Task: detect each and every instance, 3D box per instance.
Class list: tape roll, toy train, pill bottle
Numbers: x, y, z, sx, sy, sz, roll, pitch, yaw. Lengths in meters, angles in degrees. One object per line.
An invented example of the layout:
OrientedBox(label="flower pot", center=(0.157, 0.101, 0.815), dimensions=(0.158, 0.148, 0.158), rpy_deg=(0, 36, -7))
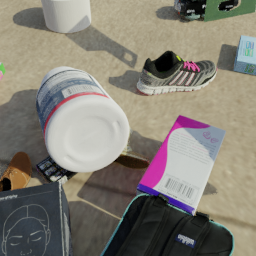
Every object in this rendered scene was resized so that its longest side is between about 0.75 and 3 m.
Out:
OrientedBox(label="tape roll", center=(-2.395, -4.724, 10.926), dimensions=(1.854, 1.273, 1.854), rpy_deg=(0, 47, 0))
OrientedBox(label="toy train", center=(3.180, -5.170, 11.587), dimensions=(2.553, 1.088, 1.455), rpy_deg=(-9, 35, -6))
OrientedBox(label="pill bottle", center=(-1.213, -0.413, 6.438), dimensions=(1.663, 1.663, 2.780), rpy_deg=(-17, 32, -15))

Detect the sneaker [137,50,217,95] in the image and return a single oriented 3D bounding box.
OrientedBox(label="sneaker", center=(1.514, -1.731, 8.234), dimensions=(2.555, 1.118, 0.943), rpy_deg=(-11, 48, -10))

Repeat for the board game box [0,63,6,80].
OrientedBox(label="board game box", center=(-4.691, -1.350, 8.398), dimensions=(1.357, 0.358, 1.773), rpy_deg=(3, 47, 3))

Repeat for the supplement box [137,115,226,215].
OrientedBox(label="supplement box", center=(1.113, 0.894, 5.798), dimensions=(1.086, 1.109, 2.147), rpy_deg=(22, 52, 19))

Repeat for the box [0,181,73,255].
OrientedBox(label="box", center=(-1.895, 2.069, 4.664), dimensions=(1.844, 1.143, 1.813), rpy_deg=(-9, 48, -8))

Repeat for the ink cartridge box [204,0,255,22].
OrientedBox(label="ink cartridge box", center=(2.576, -4.144, 7.186), dimensions=(0.583, 2.433, 1.771), rpy_deg=(4, 8, -31))

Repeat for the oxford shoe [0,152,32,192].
OrientedBox(label="oxford shoe", center=(-2.465, 1.057, 6.038), dimensions=(0.555, 0.554, 1.555), rpy_deg=(-2, 45, 0))

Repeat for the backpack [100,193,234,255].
OrientedBox(label="backpack", center=(0.417, 2.272, 4.180), dimensions=(1.787, 1.558, 2.032), rpy_deg=(22, 40, 19))

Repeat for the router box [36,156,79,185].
OrientedBox(label="router box", center=(-1.492, 0.846, 6.425), dimensions=(0.969, 0.247, 0.723), rpy_deg=(-36, 56, -29))

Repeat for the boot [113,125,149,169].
OrientedBox(label="boot", center=(-0.020, 0.399, 6.704), dimensions=(1.309, 0.472, 1.013), rpy_deg=(13, 48, 14))

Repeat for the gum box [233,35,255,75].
OrientedBox(label="gum box", center=(4.612, -2.305, 9.239), dimensions=(1.978, 0.441, 1.681), rpy_deg=(15, 49, 13))
